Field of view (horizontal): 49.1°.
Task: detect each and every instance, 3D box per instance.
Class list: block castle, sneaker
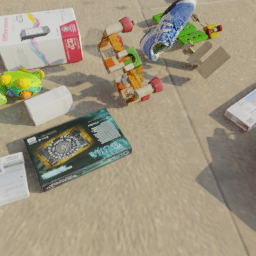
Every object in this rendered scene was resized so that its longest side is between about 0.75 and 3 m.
[{"bbox_3d":[0.103,-1.938,8.486,1.107,1.577,2.360,-27,90,-18],"label":"block castle"},{"bbox_3d":[1.469,-3.375,9.829,0.942,2.488,0.959,13,46,-37],"label":"sneaker"}]

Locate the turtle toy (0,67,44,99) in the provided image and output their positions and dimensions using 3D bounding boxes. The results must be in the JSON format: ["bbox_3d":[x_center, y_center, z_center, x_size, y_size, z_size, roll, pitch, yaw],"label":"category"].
[{"bbox_3d":[-3.528,-1.408,9.034,1.642,0.830,1.196,11,28,13],"label":"turtle toy"}]

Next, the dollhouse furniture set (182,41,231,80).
[{"bbox_3d":[2.603,-2.591,9.474,1.226,1.051,1.289,43,28,-8],"label":"dollhouse furniture set"}]

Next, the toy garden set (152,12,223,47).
[{"bbox_3d":[2.464,-4.165,11.596,1.993,0.477,2.391,-23,53,-16],"label":"toy garden set"}]

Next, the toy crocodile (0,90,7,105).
[{"bbox_3d":[-5.102,-0.523,8.398,2.806,0.866,0.947,-23,52,-24],"label":"toy crocodile"}]

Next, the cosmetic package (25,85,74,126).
[{"bbox_3d":[-2.370,-0.686,8.540,1.297,0.698,0.550,-25,55,-21],"label":"cosmetic package"}]

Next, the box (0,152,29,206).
[{"bbox_3d":[-3.124,1.306,7.169,1.002,0.265,1.286,-16,51,-12],"label":"box"}]

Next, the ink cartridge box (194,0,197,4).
[{"bbox_3d":[2.957,-6.273,13.266,0.539,0.526,0.839,-5,51,-4],"label":"ink cartridge box"}]

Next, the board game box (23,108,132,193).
[{"bbox_3d":[-1.393,0.512,7.764,2.554,0.360,1.728,-22,54,-18],"label":"board game box"}]

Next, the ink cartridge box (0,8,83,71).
[{"bbox_3d":[-3.220,-3.315,10.391,2.795,1.197,2.063,-11,52,-11],"label":"ink cartridge box"}]

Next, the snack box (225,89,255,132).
[{"bbox_3d":[4.209,-0.797,8.882,2.444,0.297,0.879,-31,57,-23],"label":"snack box"}]
